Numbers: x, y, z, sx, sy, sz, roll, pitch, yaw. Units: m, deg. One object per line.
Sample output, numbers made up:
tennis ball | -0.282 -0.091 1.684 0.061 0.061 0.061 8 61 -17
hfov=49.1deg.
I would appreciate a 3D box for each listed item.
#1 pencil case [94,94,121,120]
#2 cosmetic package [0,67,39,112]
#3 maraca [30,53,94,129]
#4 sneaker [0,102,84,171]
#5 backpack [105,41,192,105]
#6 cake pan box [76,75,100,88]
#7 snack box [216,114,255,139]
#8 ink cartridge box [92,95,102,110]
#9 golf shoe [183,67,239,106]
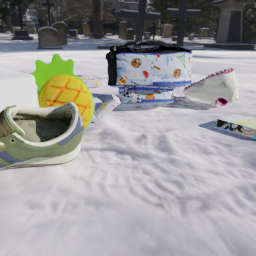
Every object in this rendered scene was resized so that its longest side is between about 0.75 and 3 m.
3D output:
pencil case | -0.571 -0.551 7.573 0.329 0.792 0.359 56 17 20
cosmetic package | -3.517 -0.372 5.932 2.453 1.513 2.461 -18 24 -36
maraca | -1.518 -0.754 6.564 1.307 1.906 1.020 -26 15 -21
sneaker | -2.050 0.141 4.450 2.879 1.293 0.965 -10 58 -28
backpack | 0.765 -1.838 9.310 2.717 2.197 2.852 -6 17 7
cake pan box | -2.306 -2.167 13.011 1.523 0.432 1.653 -5 20 -31
snack box | 3.014 -0.040 7.037 0.787 0.251 1.356 -13 23 -34
ink cartridge box | -2.086 -0.857 8.899 1.988 0.439 2.025 -7 22 -25
golf shoe | 2.771 -1.194 9.637 0.958 1.164 2.543 -24 3 -18
